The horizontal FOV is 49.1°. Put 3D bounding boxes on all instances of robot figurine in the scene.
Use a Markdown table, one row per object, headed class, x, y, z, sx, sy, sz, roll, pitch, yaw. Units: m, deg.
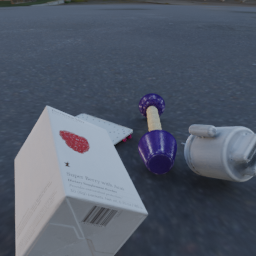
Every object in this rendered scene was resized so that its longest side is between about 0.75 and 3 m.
| class | x | y | z | sx | sy | sz | roll | pitch | yaw |
| --- | --- | --- | --- | --- | --- | --- | --- | --- | --- |
| robot figurine | 1.658 | 0.445 | 5.006 | 0.920 | 1.382 | 1.629 | -47 | 19 | -21 |

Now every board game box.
| class | x | y | z | sx | sy | sz | roll | pitch | yaw |
| --- | --- | --- | --- | --- | --- | --- | --- | --- | --- |
| board game box | -1.034 | 0.230 | 6.629 | 1.698 | 0.220 | 1.699 | 18 | 32 | 31 |

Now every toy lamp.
| class | x | y | z | sx | sy | sz | roll | pitch | yaw |
| --- | --- | --- | --- | --- | --- | --- | --- | --- | --- |
| toy lamp | 0.627 | 0.043 | 6.412 | 0.828 | 0.828 | 2.845 | 1 | 26 | 3 |

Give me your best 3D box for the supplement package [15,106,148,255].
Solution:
| class | x | y | z | sx | sy | sz | roll | pitch | yaw |
| --- | --- | --- | --- | --- | --- | --- | --- | --- | --- |
| supplement package | -0.785 | 0.752 | 3.871 | 1.151 | 1.137 | 1.898 | 23 | 21 | -33 |
